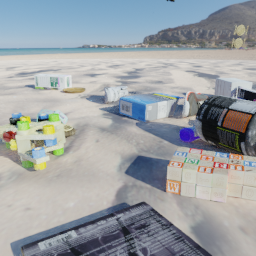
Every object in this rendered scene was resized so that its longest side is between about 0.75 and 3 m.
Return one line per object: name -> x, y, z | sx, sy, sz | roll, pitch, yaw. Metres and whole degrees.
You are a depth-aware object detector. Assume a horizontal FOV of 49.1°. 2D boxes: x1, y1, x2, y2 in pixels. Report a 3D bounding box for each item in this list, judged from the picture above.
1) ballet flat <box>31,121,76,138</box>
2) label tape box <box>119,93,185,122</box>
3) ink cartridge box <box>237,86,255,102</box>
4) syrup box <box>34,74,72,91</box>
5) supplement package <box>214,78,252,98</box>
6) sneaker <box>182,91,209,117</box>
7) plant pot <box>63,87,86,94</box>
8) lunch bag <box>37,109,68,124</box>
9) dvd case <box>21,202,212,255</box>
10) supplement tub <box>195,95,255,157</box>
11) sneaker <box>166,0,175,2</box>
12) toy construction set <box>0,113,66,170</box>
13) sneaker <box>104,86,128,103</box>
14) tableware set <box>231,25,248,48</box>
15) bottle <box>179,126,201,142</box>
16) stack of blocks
ballet flat -> -2.626, -0.012, 8.851 | 2.054, 0.476, 0.692 | 5, 18, 14
label tape box -> 1.007, -0.911, 11.349 | 2.251, 0.744, 1.613 | -11, 21, -38
ink cartridge box -> 5.110, -1.221, 12.032 | 0.350, 0.894, 1.888 | -3, 18, -9
syrup box -> -4.612, -2.849, 17.323 | 2.163, 0.852, 0.881 | 6, 18, 17
supplement package -> 5.126, -1.862, 13.819 | 1.048, 1.052, 1.793 | -2, 17, -6
sneaker -> 2.906, -0.958, 11.218 | 1.026, 0.966, 2.506 | 16, 23, 24
plant pot -> -3.135, -2.194, 16.377 | 1.343, 0.185, 1.343 | -1, 17, 0
lunch bag -> -2.583, -0.294, 9.609 | 0.971, 0.592, 0.827 | 7, 15, -7
dvd case -> 0.168, 1.872, 3.225 | 2.078, 0.223, 2.794 | -11, 20, -31
supplement tub -> 3.015, -0.016, 7.301 | 1.417, 1.417, 2.313 | -10, 20, -29
sneaker -> 1.907, -5.435, 11.552 | 0.357, 0.412, 0.995 | -47, 36, -14
toy construction set -> -2.900, 0.128, 7.226 | 2.990, 1.377, 1.960 | 17, 22, 14
sneaker -> -0.562, -1.688, 13.742 | 1.163, 0.760, 2.023 | -4, 14, -3
tableware set -> 4.439, -3.671, 11.251 | 0.592, 0.896, 0.180 | -2, 24, -13
bottle -> 2.152, 0.119, 8.530 | 1.243, 0.406, 0.519 | -12, 12, -33
stack of blocks -> 1.843, 0.946, 5.599 | 1.950, 0.571, 1.123 | 7, 19, 19
